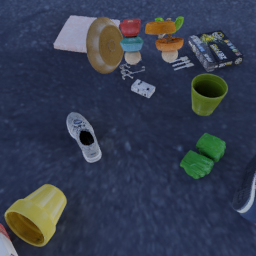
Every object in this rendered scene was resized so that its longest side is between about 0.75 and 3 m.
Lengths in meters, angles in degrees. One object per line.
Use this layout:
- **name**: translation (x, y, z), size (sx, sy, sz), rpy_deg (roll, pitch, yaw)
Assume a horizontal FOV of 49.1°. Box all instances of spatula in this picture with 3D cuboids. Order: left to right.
- **spatula**: translation (2.193, -2.674, 11.581), size (0.896, 0.072, 0.623), rpy_deg (-19, 60, -13)

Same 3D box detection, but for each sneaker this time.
- **sneaker**: translation (-1.394, 0.116, 8.935), size (0.739, 0.811, 1.977), rpy_deg (-26, 57, -19)
- **sneaker**: translation (3.824, 1.603, 7.921), size (1.042, 0.891, 2.540), rpy_deg (39, 59, 2)

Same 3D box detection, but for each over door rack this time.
- **over door rack**: translation (0.187, -2.340, 11.101), size (0.951, 0.317, 0.702), rpy_deg (-22, 52, 10)

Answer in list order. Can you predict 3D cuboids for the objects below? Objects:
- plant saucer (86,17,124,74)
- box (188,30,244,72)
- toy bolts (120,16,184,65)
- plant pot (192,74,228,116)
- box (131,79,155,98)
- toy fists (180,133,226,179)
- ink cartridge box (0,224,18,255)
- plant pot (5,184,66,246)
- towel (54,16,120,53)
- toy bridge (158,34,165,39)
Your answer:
- **plant saucer**: translation (-0.733, -3.100, 10.571), size (0.369, 2.083, 2.083), rpy_deg (10, 49, 36)
- **box**: translation (3.640, -3.283, 11.777), size (1.583, 0.482, 1.963), rpy_deg (-15, 54, -8)
- **toy bolts**: translation (0.703, -2.715, 9.095), size (2.082, 1.444, 1.989), rpy_deg (3, 28, 14)
- **plant pot**: translation (2.686, -1.048, 9.638), size (1.173, 1.130, 1.173), rpy_deg (0, 52, 0)
- **box**: translation (0.568, -1.485, 10.539), size (0.786, 0.236, 0.458), rpy_deg (28, 57, 20)
- **toy fists**: translation (2.343, 0.880, 8.533), size (0.824, 0.556, 1.616), rpy_deg (31, 60, 30)
- **ink cartridge box**: translation (-3.132, 3.588, 6.164), size (1.644, 0.953, 2.823), rpy_deg (-32, 59, -22)
- **plant pot**: translation (-2.255, 2.135, 7.193), size (1.259, 1.259, 1.185), rpy_deg (20, 39, 15)
- **towel**: translation (-1.745, -4.156, 12.510), size (2.497, 0.402, 2.384), rpy_deg (8, 52, 6)
- **toy bridge**: translation (1.594, -4.449, 12.894), size (0.345, 0.140, 1.026), rpy_deg (6, 53, 3)
